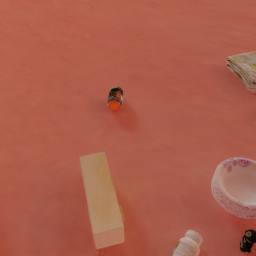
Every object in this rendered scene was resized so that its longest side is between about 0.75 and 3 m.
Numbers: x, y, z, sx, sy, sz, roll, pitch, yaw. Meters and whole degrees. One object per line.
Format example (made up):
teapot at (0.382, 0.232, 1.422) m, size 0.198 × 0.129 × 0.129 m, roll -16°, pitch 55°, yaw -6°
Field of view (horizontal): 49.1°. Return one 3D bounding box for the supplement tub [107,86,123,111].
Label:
supplement tub at (-0.405, -0.937, 9.006) m, size 0.472 × 0.472 × 0.771 m, roll 3°, pitch 45°, yaw 3°

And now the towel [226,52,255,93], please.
towel at (4.939, -2.153, 10.159) m, size 2.233 × 0.538 × 1.911 m, roll -11°, pitch 47°, yaw -11°

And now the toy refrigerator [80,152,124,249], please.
toy refrigerator at (-0.593, 1.558, 6.350) m, size 0.696 × 0.755 × 1.989 m, roll -10°, pitch 46°, yaw -10°

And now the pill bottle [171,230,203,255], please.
pill bottle at (1.188, 2.485, 5.652) m, size 0.446 × 0.446 × 0.780 m, roll 26°, pitch 51°, yaw 23°

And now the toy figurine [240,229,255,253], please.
toy figurine at (2.855, 2.374, 5.605) m, size 0.948 × 0.670 × 0.963 m, roll -20°, pitch 48°, yaw -19°

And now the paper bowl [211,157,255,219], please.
paper bowl at (2.655, 1.425, 6.490) m, size 1.409 × 0.733 × 1.409 m, roll 0°, pitch 45°, yaw 0°
